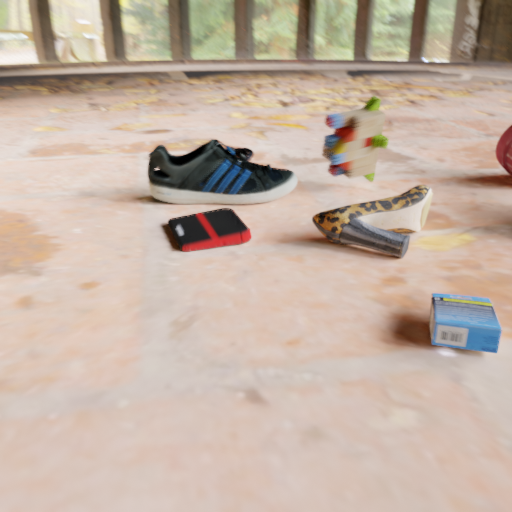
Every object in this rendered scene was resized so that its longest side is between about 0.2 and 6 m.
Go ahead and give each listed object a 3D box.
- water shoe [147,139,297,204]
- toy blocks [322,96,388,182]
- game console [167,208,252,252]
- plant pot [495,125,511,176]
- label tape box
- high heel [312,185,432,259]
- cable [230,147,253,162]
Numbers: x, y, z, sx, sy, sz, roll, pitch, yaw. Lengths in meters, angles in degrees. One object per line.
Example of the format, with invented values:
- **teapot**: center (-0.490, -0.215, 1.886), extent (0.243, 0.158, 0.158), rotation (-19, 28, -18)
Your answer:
- **water shoe**: center (-0.691, -1.820, 11.900), extent (3.227, 1.274, 1.154), rotation (-4, 25, -7)
- **toy blocks**: center (2.032, -2.398, 12.165), extent (1.286, 1.881, 0.940), rotation (-17, 41, -24)
- **game console**: center (-0.868, -0.482, 10.298), extent (1.311, 0.230, 1.483), rotation (-13, 26, -14)
- **plant pot**: center (6.563, -2.300, 13.000), extent (1.495, 1.495, 1.338), rotation (-3, 39, -6)
- **label tape box**: center (2.627, 0.822, 7.144), extent (0.767, 0.354, 1.071), rotation (6, 16, 13)
- **high heel**: center (2.203, -0.910, 10.299), extent (1.754, 0.879, 2.461), rotation (18, 38, 23)
- **cable**: center (-0.604, -2.751, 15.243), extent (0.929, 0.289, 1.139), rotation (-15, 29, -30)
